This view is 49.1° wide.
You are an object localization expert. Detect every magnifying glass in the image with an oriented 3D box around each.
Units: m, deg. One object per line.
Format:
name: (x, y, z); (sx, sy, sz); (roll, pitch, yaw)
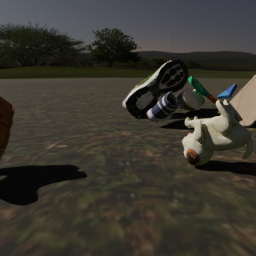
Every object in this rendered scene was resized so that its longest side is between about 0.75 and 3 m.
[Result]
magnifying glass: (2.869, -1.327, 10.415); (1.853, 0.208, 0.738); (32, 30, -35)

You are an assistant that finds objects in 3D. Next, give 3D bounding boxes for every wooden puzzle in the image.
wooden puzzle: (3.606, -0.802, 7.911); (0.308, 1.775, 2.632); (41, 19, -21)

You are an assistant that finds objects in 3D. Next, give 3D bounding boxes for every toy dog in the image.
toy dog: (1.329, 0.169, 4.423); (1.031, 0.999, 0.719); (-40, -6, 29)

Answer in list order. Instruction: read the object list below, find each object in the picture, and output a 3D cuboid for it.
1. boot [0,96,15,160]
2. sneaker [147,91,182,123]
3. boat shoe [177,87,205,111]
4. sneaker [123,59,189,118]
boot: (-1.924, 0.016, 3.935); (0.494, 1.000, 1.288); (14, -14, -1)
sneaker: (1.174, -0.642, 7.826); (0.823, 0.531, 1.516); (-44, -8, 31)
boat shoe: (2.153, -0.971, 10.023); (0.706, 0.853, 2.374); (-26, -1, 27)
sneaker: (0.839, -1.446, 9.549); (2.780, 1.069, 1.232); (-36, 22, -17)
